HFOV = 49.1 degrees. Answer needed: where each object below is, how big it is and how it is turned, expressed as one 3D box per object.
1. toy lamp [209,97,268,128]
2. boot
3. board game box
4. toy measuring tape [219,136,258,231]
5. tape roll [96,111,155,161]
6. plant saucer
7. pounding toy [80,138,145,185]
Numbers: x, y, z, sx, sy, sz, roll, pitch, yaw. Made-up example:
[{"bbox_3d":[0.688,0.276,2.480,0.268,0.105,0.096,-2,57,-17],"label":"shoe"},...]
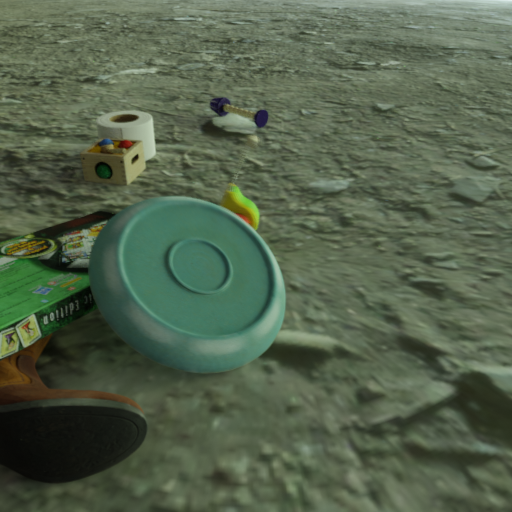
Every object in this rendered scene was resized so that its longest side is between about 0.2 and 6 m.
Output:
[{"bbox_3d":[-0.537,-4.118,15.946,1.967,0.573,0.573,27,41,33],"label":"toy lamp"},{"bbox_3d":[-2.683,1.376,6.855,2.843,1.034,3.020,-10,25,-2],"label":"boot"},{"bbox_3d":[-2.913,0.197,8.159,2.234,0.500,4.264,16,25,24],"label":"board game box"},{"bbox_3d":[-0.170,-0.946,9.377,0.773,2.103,0.773,19,30,-11],"label":"toy measuring tape"},{"bbox_3d":[-3.133,-2.879,13.522,1.330,0.913,1.330,0,31,0],"label":"tape roll"},{"bbox_3d":[-0.806,0.215,7.632,2.817,0.386,2.817,14,51,-18],"label":"plant saucer"},{"bbox_3d":[-3.119,-2.159,12.307,1.224,0.945,1.330,6,32,11],"label":"pounding toy"}]
